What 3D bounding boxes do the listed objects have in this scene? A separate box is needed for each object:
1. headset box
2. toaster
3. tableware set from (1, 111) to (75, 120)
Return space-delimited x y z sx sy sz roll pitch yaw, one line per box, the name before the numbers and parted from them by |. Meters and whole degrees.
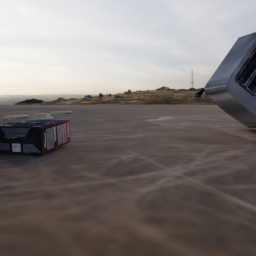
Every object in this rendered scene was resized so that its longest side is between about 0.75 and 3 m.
headset box | -1.652 0.119 5.023 0.937 0.486 1.259 1 9 11
toaster | 3.534 -1.224 7.928 2.110 2.333 1.384 36 -3 -9
tableware set | -3.396 -0.430 10.738 2.008 0.279 2.403 -2 6 24
